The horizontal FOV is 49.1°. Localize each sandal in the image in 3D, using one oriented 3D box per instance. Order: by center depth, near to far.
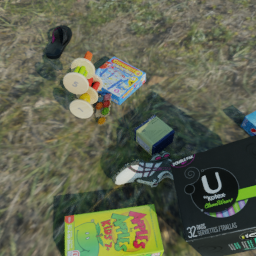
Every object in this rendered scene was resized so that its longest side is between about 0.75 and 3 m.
[{"bbox_3d":[-2.832,-3.699,11.572,0.806,0.513,2.144,4,52,3],"label":"sandal"}]

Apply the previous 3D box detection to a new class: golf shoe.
[{"bbox_3d":[0.465,1.259,7.664,1.805,0.697,0.795,-19,64,-12],"label":"golf shoe"}]

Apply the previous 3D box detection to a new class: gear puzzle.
[{"bbox_3d":[-0.868,-0.627,9.239,0.607,0.154,1.172,-10,59,27],"label":"gear puzzle"}]

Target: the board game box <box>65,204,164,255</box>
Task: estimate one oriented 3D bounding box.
[{"bbox_3d":[-0.364,2.584,6.707,2.210,0.526,1.122,-6,53,-5],"label":"board game box"}]

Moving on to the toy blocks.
[{"bbox_3d":[-1.265,-1.584,8.724,0.740,1.698,2.037,5,45,7],"label":"toy blocks"}]

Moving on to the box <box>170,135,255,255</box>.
[{"bbox_3d":[2.560,1.517,6.224,2.631,1.635,1.954,-21,48,16],"label":"box"}]

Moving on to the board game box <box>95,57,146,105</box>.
[{"bbox_3d":[-0.416,-1.742,10.108,1.549,0.433,1.517,32,59,22],"label":"board game box"}]

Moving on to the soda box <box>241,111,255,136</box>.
[{"bbox_3d":[4.247,0.199,8.576,0.524,0.495,1.544,-26,57,-18],"label":"soda box"}]

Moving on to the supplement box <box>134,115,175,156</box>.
[{"bbox_3d":[0.786,0.232,8.492,0.869,0.583,0.868,-35,60,-24],"label":"supplement box"}]
